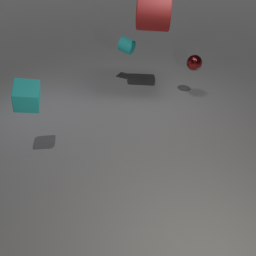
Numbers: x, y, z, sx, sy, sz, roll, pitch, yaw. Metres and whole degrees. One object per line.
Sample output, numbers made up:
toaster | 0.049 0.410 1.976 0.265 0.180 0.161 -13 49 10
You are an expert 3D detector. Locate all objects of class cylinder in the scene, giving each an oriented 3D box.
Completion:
cylinder | -0.058 -4.064 13.811 0.700 0.700 0.700 28 39 10
cylinder | 1.070 -4.771 11.643 1.400 1.400 1.400 5 33 4

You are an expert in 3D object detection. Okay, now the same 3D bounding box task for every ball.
ball | 3.014 -2.965 12.727 0.700 0.700 0.700 0 33 0

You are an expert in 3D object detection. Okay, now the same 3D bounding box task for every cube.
cube | -2.855 -0.903 7.895 0.700 0.700 0.700 2 52 -14
